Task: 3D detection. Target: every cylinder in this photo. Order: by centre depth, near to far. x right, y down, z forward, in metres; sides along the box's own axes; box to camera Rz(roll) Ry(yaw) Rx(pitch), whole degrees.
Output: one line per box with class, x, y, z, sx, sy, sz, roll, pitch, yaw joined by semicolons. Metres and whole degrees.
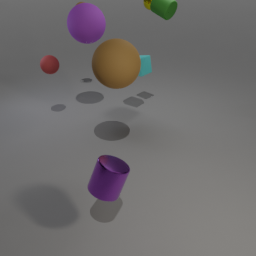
cylinder;-0.397;1.022;5.753;0.700;0.700;0.700;20;18;-7
cylinder;1.270;-4.311;9.929;0.700;0.700;0.700;41;45;21

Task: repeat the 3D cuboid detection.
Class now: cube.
cube;0.460;-2.519;11.330;0.700;0.700;0.700;11;30;39

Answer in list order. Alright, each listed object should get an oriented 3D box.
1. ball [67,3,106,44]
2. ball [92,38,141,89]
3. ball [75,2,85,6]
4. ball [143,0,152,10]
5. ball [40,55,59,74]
ball;-1.516;-3.808;10.230;1.400;1.400;1.400;0;29;0
ball;-0.331;-1.821;7.991;1.400;1.400;1.400;0;29;0
ball;-1.982;-5.106;12.176;0.700;0.700;0.700;0;29;0
ball;1.054;-5.796;12.872;0.700;0.700;0.700;0;29;0
ball;-2.924;-2.364;10.469;0.700;0.700;0.700;0;29;0
